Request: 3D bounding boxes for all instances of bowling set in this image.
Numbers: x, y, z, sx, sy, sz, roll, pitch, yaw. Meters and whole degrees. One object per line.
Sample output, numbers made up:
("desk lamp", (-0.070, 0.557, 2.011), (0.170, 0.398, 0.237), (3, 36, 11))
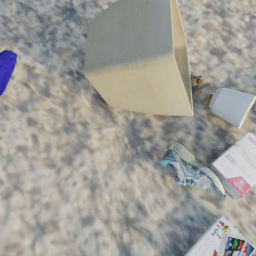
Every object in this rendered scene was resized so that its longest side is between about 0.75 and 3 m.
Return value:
("bowling set", (2.293, -1.305, 8.507), (0.572, 0.742, 1.066), (-34, 73, -17))

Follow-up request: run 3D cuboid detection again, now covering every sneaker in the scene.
("sneaker", (1.678, 1.264, 7.359), (0.823, 0.740, 1.906), (-44, 65, -6))

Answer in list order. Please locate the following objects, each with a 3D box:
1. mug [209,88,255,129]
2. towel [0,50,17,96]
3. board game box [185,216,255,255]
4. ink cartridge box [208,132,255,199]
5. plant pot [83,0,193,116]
("mug", (3.005, -0.653, 8.192), (1.044, 1.272, 1.019), (28, 100, 22))
("towel", (-3.382, -0.649, 6.195), (0.564, 1.680, 2.275), (42, 50, -18))
("board game box", (2.079, 3.056, 6.622), (1.660, 0.287, 1.048), (-40, 71, -17))
("ink cartridge box", (3.040, 0.985, 7.440), (1.474, 0.610, 1.080), (-36, 69, -16))
("plant pot", (0.309, -1.928, 7.775), (2.430, 2.742, 2.745), (-9, 63, 18))
